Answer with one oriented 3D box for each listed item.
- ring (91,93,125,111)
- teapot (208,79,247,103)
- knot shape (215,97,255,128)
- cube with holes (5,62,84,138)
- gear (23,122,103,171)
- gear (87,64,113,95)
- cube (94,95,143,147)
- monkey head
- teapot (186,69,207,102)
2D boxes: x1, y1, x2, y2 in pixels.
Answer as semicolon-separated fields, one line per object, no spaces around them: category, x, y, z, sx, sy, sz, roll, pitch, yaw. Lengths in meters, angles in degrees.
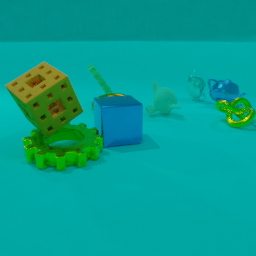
ring;-0.579;-0.882;10.380;1.550;0.310;1.550;-2;31;1
teapot;3.975;-1.471;11.252;1.926;0.943;1.197;21;-4;-18
knot shape;3.628;-0.557;9.144;1.291;0.638;1.380;-12;39;-32
cube with holes;-1.996;-0.700;6.789;1.121;1.121;1.121;-39;49;-21
gear;-1.553;0.374;6.808;1.852;0.342;1.852;2;25;-1
gear;-0.973;-1.692;9.783;0.218;1.179;1.179;-36;22;2
cube;-0.288;-0.223;7.665;1.106;1.106;1.106;-6;20;-16
monkey head;1.170;-0.951;9.914;1.066;0.893;1.482;-20;58;-32
teapot;2.956;-1.811;12.015;0.742;1.516;0.943;-21;-9;-13
